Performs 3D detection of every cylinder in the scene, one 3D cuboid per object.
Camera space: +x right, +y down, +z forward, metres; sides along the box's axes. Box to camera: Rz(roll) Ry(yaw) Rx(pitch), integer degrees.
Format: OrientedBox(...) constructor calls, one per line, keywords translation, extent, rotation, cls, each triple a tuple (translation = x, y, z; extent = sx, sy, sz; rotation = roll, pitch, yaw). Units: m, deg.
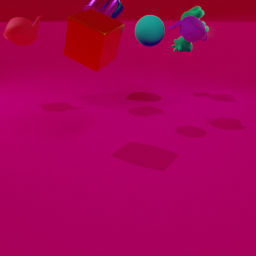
OrientedBox(translation=(-0.932, -4.090, 9.484), extent=(0.866, 0.866, 0.866), rotation=(20, 72, 38), cls="cylinder")

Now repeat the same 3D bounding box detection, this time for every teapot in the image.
OrientedBox(translation=(1.906, -3.010, 8.636), extent=(1.345, 0.658, 0.836), rotation=(15, 50, -19), cls="teapot")
OrientedBox(translation=(-3.786, -3.551, 10.082), extent=(1.739, 0.851, 1.081), rotation=(-12, -15, 20), cls="teapot")

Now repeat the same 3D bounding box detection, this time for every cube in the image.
OrientedBox(translation=(-0.804, -2.080, 6.582), extent=(0.961, 0.961, 0.961), rotation=(29, 41, 10), cls="cube")

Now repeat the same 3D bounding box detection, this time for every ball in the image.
OrientedBox(translation=(0.619, -2.738, 7.919), extent=(0.841, 0.841, 0.841), rotation=(0, 23, 0), cls="ball")

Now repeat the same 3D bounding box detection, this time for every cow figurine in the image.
OrientedBox(translation=(2.389, -3.889, 11.307), extent=(1.577, 1.603, 0.880), rotation=(-24, 43, 13), cls="cow figurine")

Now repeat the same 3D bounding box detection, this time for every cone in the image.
OrientedBox(translation=(-1.038, -4.249, 11.087), extent=(1.434, 1.439, 1.434), rotation=(14, -5, 1), cls="cone")
